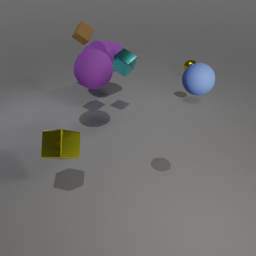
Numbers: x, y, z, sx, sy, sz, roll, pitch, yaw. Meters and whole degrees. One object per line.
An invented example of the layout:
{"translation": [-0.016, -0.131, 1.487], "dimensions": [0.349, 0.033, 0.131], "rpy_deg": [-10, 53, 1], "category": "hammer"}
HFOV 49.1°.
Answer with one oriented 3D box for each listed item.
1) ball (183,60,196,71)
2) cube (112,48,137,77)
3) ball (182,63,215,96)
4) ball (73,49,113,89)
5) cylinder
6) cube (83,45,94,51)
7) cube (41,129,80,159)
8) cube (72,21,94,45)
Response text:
{"translation": [2.942, -2.850, 13.198], "dimensions": [0.700, 0.700, 0.700], "rpy_deg": [0, 31, 0], "category": "ball"}
{"translation": [-0.147, -2.663, 11.393], "dimensions": [0.700, 0.700, 0.700], "rpy_deg": [35, 56, 13], "category": "cube"}
{"translation": [1.528, -1.058, 6.088], "dimensions": [0.700, 0.700, 0.700], "rpy_deg": [0, 31, 0], "category": "ball"}
{"translation": [-1.236, -2.093, 9.998], "dimensions": [1.400, 1.400, 1.400], "rpy_deg": [0, 31, 0], "category": "ball"}
{"translation": [-1.040, -3.408, 13.367], "dimensions": [1.400, 1.400, 1.400], "rpy_deg": [21, 22, 31], "category": "cylinder"}
{"translation": [-1.411, -2.731, 11.129], "dimensions": [0.700, 0.700, 0.700], "rpy_deg": [33, 1, 28], "category": "cube"}
{"translation": [-1.714, 0.434, 7.177], "dimensions": [0.700, 0.700, 0.700], "rpy_deg": [-5, -10, 32], "category": "cube"}
{"translation": [-2.146, -4.520, 13.363], "dimensions": [0.700, 0.700, 0.700], "rpy_deg": [30, -14, -27], "category": "cube"}
